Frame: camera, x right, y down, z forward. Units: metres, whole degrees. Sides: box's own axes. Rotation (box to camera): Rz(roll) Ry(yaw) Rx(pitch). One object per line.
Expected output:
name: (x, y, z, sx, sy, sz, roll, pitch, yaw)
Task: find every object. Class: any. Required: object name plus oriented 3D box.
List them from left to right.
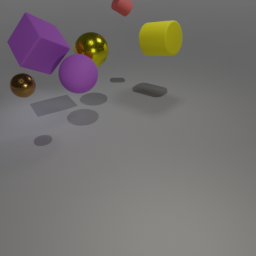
ball: (-3.015, -1.219, 8.033, 0.700, 0.700, 0.700, 0, 30, 0)
cube: (-3.294, -3.060, 10.340, 1.400, 1.400, 1.400, 6, 44, -55)
ball: (-1.781, -1.941, 10.064, 1.400, 1.400, 1.400, 0, 30, 0)
ball: (-1.483, -3.159, 11.368, 1.400, 1.400, 1.400, 0, 30, 0)
cylinder: (-0.264, -5.373, 12.264, 0.700, 0.700, 0.700, 19, 18, -33)
cylinder: (1.426, -3.885, 12.203, 1.400, 1.400, 1.400, 12, 31, 39)
